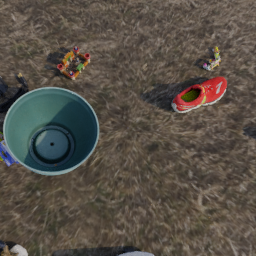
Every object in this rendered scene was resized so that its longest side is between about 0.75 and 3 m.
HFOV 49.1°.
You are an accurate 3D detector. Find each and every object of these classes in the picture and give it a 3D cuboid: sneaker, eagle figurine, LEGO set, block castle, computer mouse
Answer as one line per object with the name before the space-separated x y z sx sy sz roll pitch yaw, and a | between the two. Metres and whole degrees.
sneaker | 2.929 -1.371 11.097 2.502 1.062 0.963 -28 74 -9
eagle figurine | -4.647 4.435 9.224 2.145 1.619 1.628 -17 25 24
LEGO set | 3.731 -3.007 11.956 0.567 0.458 1.232 29 74 9
block castle | -2.273 -2.759 11.798 0.866 0.608 1.295 34 75 11
computer mouse | -5.236 -1.936 11.560 1.671 0.548 2.380 -38 76 -10

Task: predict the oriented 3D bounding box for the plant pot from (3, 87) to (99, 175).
plant pot | -2.659 0.339 9.885 2.983 1.998 2.983 6 68 -14

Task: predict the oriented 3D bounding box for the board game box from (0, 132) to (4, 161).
board game box | -5.888 0.776 10.688 2.091 0.498 1.062 -5 72 -2

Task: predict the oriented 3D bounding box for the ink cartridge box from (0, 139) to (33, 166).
ink cartridge box | -4.051 0.614 10.708 1.721 0.361 1.027 -38 76 -23

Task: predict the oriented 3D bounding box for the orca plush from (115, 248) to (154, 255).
orca plush | -0.169 4.756 9.214 2.227 1.172 0.792 -11 111 -28
